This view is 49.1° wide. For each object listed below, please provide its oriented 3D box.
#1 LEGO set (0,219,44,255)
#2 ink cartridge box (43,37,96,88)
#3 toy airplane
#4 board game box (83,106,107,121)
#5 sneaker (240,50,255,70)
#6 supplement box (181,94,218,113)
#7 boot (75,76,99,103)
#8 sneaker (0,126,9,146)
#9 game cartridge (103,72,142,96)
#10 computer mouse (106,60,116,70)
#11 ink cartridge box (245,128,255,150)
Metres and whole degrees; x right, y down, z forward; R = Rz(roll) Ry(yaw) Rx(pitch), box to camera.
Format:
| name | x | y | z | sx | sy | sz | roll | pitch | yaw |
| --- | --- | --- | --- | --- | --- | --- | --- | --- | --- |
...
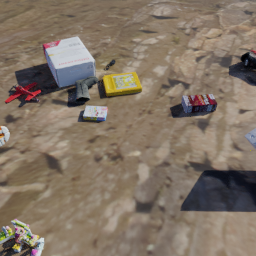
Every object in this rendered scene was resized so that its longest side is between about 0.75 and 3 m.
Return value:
| name | x | y | z | sx | sy | sz | roll | pitch | yaw |
| --- | --- | --- | --- | --- | --- | --- | --- | --- | --- |
| LEGO set | -3.163 | 2.858 | 7.325 | 1.917 | 0.713 | 0.882 | 1 | 44 | 1 |
| ink cartridge box | -2.819 | -3.196 | 13.357 | 1.863 | 1.081 | 2.524 | -17 | 48 | -17 |
| toy airplane | -4.491 | -1.542 | 12.197 | 1.711 | 0.315 | 1.711 | -1 | 45 | 1 |
| board game box | -1.312 | -0.603 | 11.315 | 0.881 | 0.178 | 0.674 | 4 | 44 | 4 |
| sneaker | 6.190 | -3.082 | 13.511 | 0.988 | 0.715 | 2.022 | -11 | 43 | -12 |
| supplement box | 2.939 | -1.022 | 11.595 | 1.299 | 0.395 | 0.707 | -4 | 44 | -6 |
| boot | -1.792 | -1.683 | 12.229 | 1.196 | 0.477 | 1.315 | -19 | 38 | 0 |
| sneaker | -5.348 | 0.628 | 9.606 | 0.937 | 0.950 | 2.427 | 23 | 42 | 36 |
| game cartridge | -0.284 | -2.030 | 12.746 | 1.606 | 0.261 | 1.416 | -7 | 44 | -9 |
| computer mouse | -0.875 | -3.133 | 14.010 | 0.250 | 0.145 | 0.853 | 28 | 55 | 10 |
| ink cartridge box | 4.481 | 0.770 | 8.677 | 0.672 | 1.565 | 1.146 | -38 | 4 | 14 |
